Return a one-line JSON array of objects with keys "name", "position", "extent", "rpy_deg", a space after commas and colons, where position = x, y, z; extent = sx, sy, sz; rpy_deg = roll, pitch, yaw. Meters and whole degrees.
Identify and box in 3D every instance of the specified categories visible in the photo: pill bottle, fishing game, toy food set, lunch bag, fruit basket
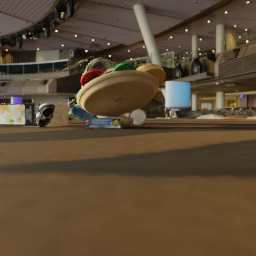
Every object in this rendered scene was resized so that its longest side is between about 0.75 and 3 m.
[{"name": "pill bottle", "position": [0.403, -0.458, 11.778], "extent": [0.669, 0.669, 1.191], "rpy_deg": [0, 2, -6]}, {"name": "fishing game", "position": [-1.785, -0.640, 11.321], "extent": [1.583, 0.246, 1.133], "rpy_deg": [29, -35, -28]}, {"name": "toy food set", "position": [-0.326, -1.157, 8.809], "extent": [2.672, 0.657, 2.699], "rpy_deg": [0, -24, -31]}, {"name": "lunch bag", "position": [-0.996, -1.749, 12.582], "extent": [2.087, 2.513, 2.996], "rpy_deg": [-34, 8, -9]}, {"name": "fruit basket", "position": [-2.954, -0.751, 15.456], "extent": [2.638, 1.237, 2.444], "rpy_deg": [-20, 5, 1]}]

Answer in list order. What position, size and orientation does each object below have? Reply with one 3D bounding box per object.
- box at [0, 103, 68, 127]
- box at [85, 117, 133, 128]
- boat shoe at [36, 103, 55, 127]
[{"name": "box", "position": [-3.806, -0.489, 10.477], "extent": [2.754, 0.828, 1.606], "rpy_deg": [2, 3, 23]}, {"name": "box", "position": [-0.548, -0.176, 8.936], "extent": [1.121, 0.326, 1.637], "rpy_deg": [0, 2, 14]}, {"name": "boat shoe", "position": [-2.522, -0.386, 8.562], "extent": [0.480, 0.392, 1.299], "rpy_deg": [0, -19, -34]}]
